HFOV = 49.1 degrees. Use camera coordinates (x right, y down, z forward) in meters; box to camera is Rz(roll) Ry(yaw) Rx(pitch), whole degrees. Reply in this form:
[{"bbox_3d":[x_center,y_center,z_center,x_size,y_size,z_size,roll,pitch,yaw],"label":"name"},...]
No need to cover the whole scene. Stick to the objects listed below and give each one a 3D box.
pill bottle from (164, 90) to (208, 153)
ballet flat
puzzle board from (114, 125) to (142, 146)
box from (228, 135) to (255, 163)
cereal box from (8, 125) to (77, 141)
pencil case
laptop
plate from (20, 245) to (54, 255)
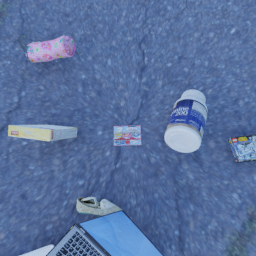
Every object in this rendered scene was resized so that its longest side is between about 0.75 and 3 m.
[{"bbox_3d":[1.769,-0.272,8.252,1.023,1.023,1.843,19,51,6],"label":"pill bottle"},{"bbox_3d":[-0.799,2.126,7.588,1.451,0.489,0.452,-1,98,23],"label":"ballet flat"},{"bbox_3d":[-0.019,0.231,8.782,0.866,0.075,0.653,-1,72,-1],"label":"puzzle board"},{"bbox_3d":[3.657,0.598,8.376,1.110,0.221,0.760,-6,62,-8],"label":"box"},{"bbox_3d":[-2.321,0.109,7.877,1.224,1.702,0.336,6,93,13],"label":"cereal box"},{"bbox_3d":[-2.496,-2.524,9.019,1.613,0.705,0.705,-1,70,26],"label":"pencil case"},{"bbox_3d":[-0.565,3.353,6.557,2.338,1.355,2.190,-45,109,-21],"label":"laptop"},{"bbox_3d":[-2.527,4.186,7.172,1.842,0.298,1.846,-20,66,4],"label":"plate"}]
